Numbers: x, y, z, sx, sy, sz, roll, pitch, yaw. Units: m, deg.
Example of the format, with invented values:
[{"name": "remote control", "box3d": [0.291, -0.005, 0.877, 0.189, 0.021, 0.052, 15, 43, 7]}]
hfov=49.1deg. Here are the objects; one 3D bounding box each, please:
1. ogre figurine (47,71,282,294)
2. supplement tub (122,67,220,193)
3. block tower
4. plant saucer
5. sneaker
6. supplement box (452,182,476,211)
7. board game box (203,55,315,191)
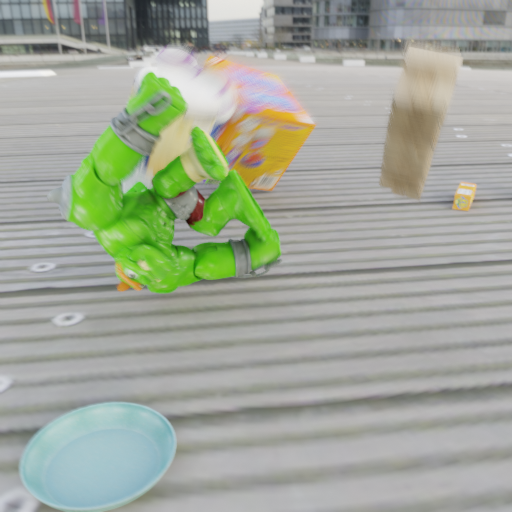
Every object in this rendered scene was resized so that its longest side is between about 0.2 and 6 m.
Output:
[{"name": "ogre figurine", "box3d": [-0.966, -0.469, 6.460, 1.789, 1.464, 2.984, -29, -22, 8]}, {"name": "supplement tub", "box3d": [-1.355, -1.709, 8.142, 1.234, 1.709, 1.234, 20, 26, -10]}, {"name": "block tower", "box3d": [1.831, -1.419, 6.492, 0.569, 2.106, 0.609, 17, 70, 14]}, {"name": "plant saucer", "box3d": [-1.236, 1.626, 4.480, 1.195, 0.215, 1.195, 1, 23, 0]}, {"name": "sneaker", "box3d": [-1.113, -2.941, 10.328, 0.825, 1.097, 2.203, -19, 50, -31]}, {"name": "supplement box", "box3d": [4.093, -1.170, 11.012, 0.338, 0.327, 0.982, 13, 27, 24]}, {"name": "board game box", "box3d": [-0.279, -2.582, 11.184, 1.748, 1.747, 1.747, 2, 47, -40]}]
